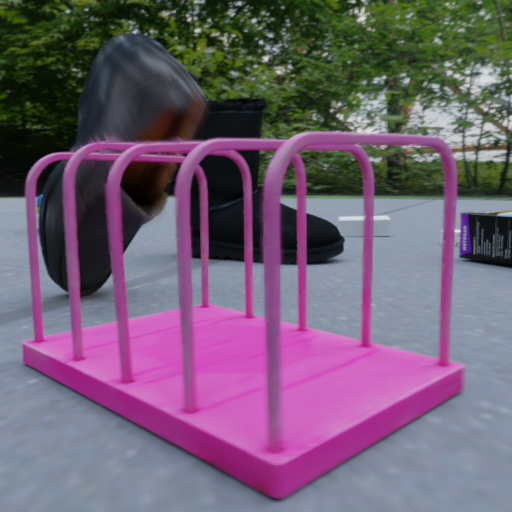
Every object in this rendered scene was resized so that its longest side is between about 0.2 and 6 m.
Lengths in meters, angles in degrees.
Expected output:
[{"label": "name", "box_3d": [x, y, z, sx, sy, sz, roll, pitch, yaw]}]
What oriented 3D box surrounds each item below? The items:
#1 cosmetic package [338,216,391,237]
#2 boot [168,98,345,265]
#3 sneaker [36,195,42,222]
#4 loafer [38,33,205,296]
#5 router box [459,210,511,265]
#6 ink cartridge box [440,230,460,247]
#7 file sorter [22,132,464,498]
[{"label": "cosmetic package", "box_3d": [2.771, -0.758, 14.387, 1.281, 0.474, 0.651, -2, 11, 6]}, {"label": "boot", "box_3d": [-0.120, -1.366, 9.956, 3.400, 2.786, 1.258, 4, 17, 18]}, {"label": "sneaker", "box_3d": [-5.393, -1.205, 15.534, 1.240, 1.061, 2.993, -11, 9, -23]}, {"label": "loafer", "box_3d": [-1.563, -0.743, 6.290, 1.170, 3.214, 1.162, -10, 43, -48]}, {"label": "router box", "box_3d": [5.787, -0.337, 9.702, 3.601, 0.920, 2.686, -5, 9, -31]}, {"label": "ink cartridge box", "box_3d": [4.616, -0.378, 12.233, 0.578, 0.335, 0.993, -6, 10, -39]}, {"label": "file sorter", "box_3d": [-0.213, 0.048, 4.015, 2.751, 1.726, 1.912, 8, 11, 44]}]
